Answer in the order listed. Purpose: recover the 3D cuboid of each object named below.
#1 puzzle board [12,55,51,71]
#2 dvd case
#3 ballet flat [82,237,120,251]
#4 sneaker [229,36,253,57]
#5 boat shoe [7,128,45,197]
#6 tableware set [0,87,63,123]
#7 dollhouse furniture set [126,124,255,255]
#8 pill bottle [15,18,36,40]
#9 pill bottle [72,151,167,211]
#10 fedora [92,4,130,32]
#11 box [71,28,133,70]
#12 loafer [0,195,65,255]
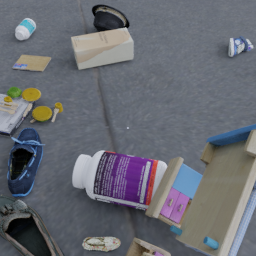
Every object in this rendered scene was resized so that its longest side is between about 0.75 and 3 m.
[{"bbox_3d":[-3.884,-2.623,11.357,1.285,0.112,0.968,6,47,7],"label":"puzzle board"},{"bbox_3d":[-4.393,-0.525,9.192,2.161,0.267,1.624,11,47,10],"label":"dvd case"},{"bbox_3d":[-0.589,2.546,6.191,0.848,0.271,0.321,-3,45,-4],"label":"ballet flat"},{"bbox_3d":[4.790,-3.414,11.816,0.973,0.535,1.329,8,41,13],"label":"sneaker"},{"bbox_3d":[-2.748,0.739,7.604,0.935,0.763,2.223,-9,46,-9],"label":"boat shoe"},{"bbox_3d":[-3.154,-0.768,9.243,1.958,0.301,1.319,12,51,-2],"label":"tableware set"},{"bbox_3d":[1.656,1.813,4.667,1.954,2.994,2.827,31,71,-7],"label":"dollhouse furniture set"},{"bbox_3d":[-4.713,-4.479,12.795,0.634,0.634,1.145,6,46,6],"label":"pill bottle"},{"bbox_3d":[-0.184,1.234,6.809,2.153,1.210,1.210,10,47,9],"label":"pill bottle"},{"bbox_3d":[-0.893,-4.761,12.756,1.874,1.874,0.856,20,82,19],"label":"fedora"},{"bbox_3d":[-1.010,-3.189,11.228,2.297,0.893,1.091,-15,53,-11],"label":"box"},{"bbox_3d":[-2.252,2.211,6.142,2.539,0.799,0.912,33,54,28],"label":"loafer"}]
